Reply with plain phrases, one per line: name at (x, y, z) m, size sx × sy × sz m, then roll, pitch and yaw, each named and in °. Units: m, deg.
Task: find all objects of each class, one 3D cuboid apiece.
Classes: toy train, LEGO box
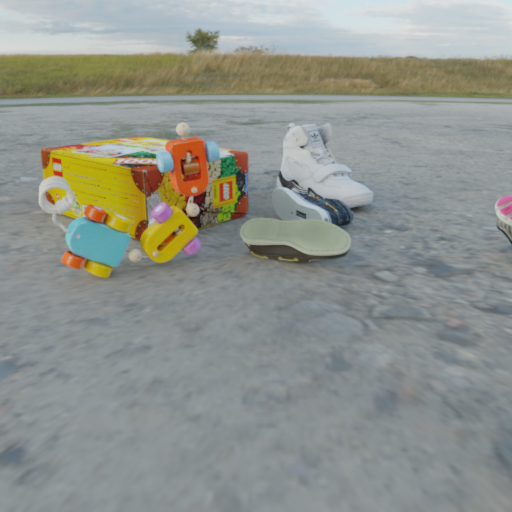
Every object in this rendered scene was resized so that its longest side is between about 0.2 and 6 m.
toy train at (-1.842, -0.834, 8.609) m, size 2.749 × 2.065 × 0.764 m, roll -20°, pitch 26°, yaw -21°
LEGO box at (-2.326, -1.535, 11.670) m, size 3.555 × 1.372 × 2.647 m, roll 16°, pitch 26°, yaw 38°

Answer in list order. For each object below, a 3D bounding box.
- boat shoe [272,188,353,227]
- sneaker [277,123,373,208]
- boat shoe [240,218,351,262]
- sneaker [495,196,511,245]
boat shoe at (1.094, -0.931, 11.214) m, size 0.822 × 0.640 × 1.810 m, roll -12°, pitch 30°, yaw -31°
sneaker at (1.490, -2.090, 12.745) m, size 1.109 × 1.697 × 2.953 m, roll -13°, pitch 23°, yaw -31°
boat shoe at (0.663, -0.210, 9.119) m, size 1.848 × 0.556 × 0.659 m, roll 9°, pitch 56°, yaw 23°
sneaker at (4.544, -0.313, 9.020) m, size 1.612 × 0.705 × 0.595 m, roll 40°, pitch 78°, yaw 25°
